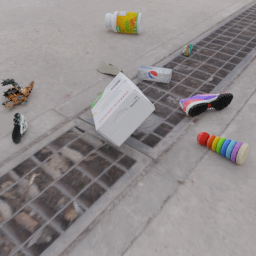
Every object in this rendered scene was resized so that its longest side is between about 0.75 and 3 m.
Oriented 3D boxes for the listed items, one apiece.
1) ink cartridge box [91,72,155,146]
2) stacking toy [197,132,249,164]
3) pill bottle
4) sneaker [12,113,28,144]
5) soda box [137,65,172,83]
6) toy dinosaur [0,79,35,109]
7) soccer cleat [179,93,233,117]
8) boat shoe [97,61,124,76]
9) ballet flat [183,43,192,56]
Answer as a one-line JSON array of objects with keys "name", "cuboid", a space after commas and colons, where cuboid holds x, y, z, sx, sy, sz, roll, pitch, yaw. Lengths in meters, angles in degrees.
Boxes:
[{"name": "ink cartridge box", "cuboid": [-0.296, -0.746, 9.959, 1.815, 1.053, 2.507, -47, 24, 9]}, {"name": "stacking toy", "cuboid": [3.349, 0.640, 10.173, 1.827, 0.780, 0.780, 22, 44, 33]}, {"name": "pill bottle", "cuboid": [-0.295, -7.111, 18.823, 2.379, 1.321, 1.321, 7, 41, 8]}, {"name": "sneaker", "cuboid": [-4.184, 0.057, 10.996, 0.476, 0.569, 1.286, -16, 60, 22]}, {"name": "soda box", "cuboid": [1.341, -2.751, 14.252, 1.698, 0.539, 0.580, 11, 41, 13]}, {"name": "toy dinosaur", "cuboid": [-5.025, -1.573, 12.817, 1.316, 0.991, 1.939, 28, 27, 10]}, {"name": "soccer cleat", "cuboid": [3.412, -1.181, 12.085, 2.480, 0.846, 0.908, -16, 43, -19]}, {"name": "boat shoe", "cuboid": [-0.956, -3.093, 14.836, 1.728, 0.628, 0.542, 25, 3, 34]}, {"name": "ballet flat", "cuboid": [3.541, -4.667, 16.712, 0.462, 0.433, 1.278, -4, 40, 25]}]
